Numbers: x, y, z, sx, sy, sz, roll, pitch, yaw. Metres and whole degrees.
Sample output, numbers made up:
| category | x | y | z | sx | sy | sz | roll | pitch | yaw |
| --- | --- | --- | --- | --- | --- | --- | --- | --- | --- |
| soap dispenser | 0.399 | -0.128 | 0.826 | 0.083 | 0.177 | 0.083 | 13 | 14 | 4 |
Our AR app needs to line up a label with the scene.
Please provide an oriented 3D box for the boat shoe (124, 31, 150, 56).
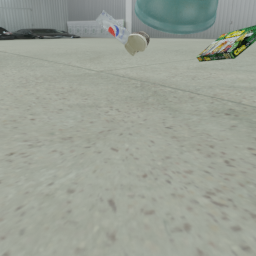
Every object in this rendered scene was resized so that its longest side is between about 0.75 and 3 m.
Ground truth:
| category | x | y | z | sx | sy | sz | roll | pitch | yaw |
| --- | --- | --- | --- | --- | --- | --- | --- | --- | --- |
| boat shoe | 0.396 | -3.034 | 9.801 | 0.594 | 0.717 | 1.996 | -43 | 10 | -6 |

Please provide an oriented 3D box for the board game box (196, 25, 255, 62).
| category | x | y | z | sx | sy | sz | roll | pitch | yaw |
| --- | --- | --- | --- | --- | --- | --- | --- | --- | --- |
| board game box | 3.001 | -2.489 | 8.369 | 1.239 | 0.277 | 2.365 | -38 | 14 | 0 |

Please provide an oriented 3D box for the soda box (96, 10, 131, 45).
| category | x | y | z | sx | sy | sz | roll | pitch | yaw |
| --- | --- | --- | --- | --- | --- | --- | --- | --- | --- |
| soda box | -0.499 | -4.221 | 12.009 | 1.762 | 0.559 | 0.601 | 40 | 15 | -2 |

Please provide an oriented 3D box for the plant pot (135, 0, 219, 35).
| category | x | y | z | sx | sy | sz | roll | pitch | yaw |
| --- | --- | --- | --- | --- | --- | --- | --- | --- | --- |
| plant pot | 0.597 | -1.636 | 3.197 | 0.999 | 0.669 | 0.999 | 2 | 49 | -3 |
